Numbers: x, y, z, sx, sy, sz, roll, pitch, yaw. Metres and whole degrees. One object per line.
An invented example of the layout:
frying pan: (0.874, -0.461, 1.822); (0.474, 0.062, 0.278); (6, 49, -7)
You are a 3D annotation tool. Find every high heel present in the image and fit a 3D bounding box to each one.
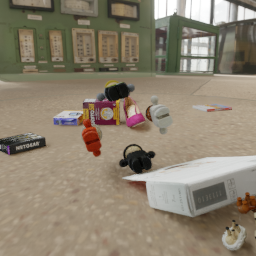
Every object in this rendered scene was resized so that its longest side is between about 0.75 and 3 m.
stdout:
high heel: (0.160, -0.742, 11.409); (0.780, 1.111, 2.316); (-20, 12, 7)

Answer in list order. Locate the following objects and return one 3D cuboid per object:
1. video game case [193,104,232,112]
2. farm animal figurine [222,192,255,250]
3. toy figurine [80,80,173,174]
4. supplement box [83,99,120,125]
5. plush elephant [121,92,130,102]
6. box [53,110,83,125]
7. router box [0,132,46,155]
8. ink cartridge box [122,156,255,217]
video game case: (4.523, -1.098, 15.051); (1.687, 0.147, 1.206); (-6, 15, -21)
farm animal figurine: (2.139, 1.492, 4.046); (1.211, 0.631, 1.197); (3, 29, 42)
toy figurine: (-0.053, -0.055, 6.698); (1.935, 1.905, 1.346); (24, 3, -10)
supplement box: (-1.086, -0.685, 11.717); (1.519, 0.995, 0.784); (-1, 16, 0)
plush elephant: (-0.381, -2.153, 17.466); (1.017, 1.082, 1.314); (13, -15, -2)
box: (-2.499, -0.431, 12.084); (1.037, 0.361, 1.742); (1, 17, 6)
router box: (-3.299, 0.456, 8.622); (0.903, 0.309, 1.210); (12, 18, 40)
ink cartridge box: (1.536, 1.063, 5.802); (2.666, 0.581, 2.314); (-8, -4, -28)
